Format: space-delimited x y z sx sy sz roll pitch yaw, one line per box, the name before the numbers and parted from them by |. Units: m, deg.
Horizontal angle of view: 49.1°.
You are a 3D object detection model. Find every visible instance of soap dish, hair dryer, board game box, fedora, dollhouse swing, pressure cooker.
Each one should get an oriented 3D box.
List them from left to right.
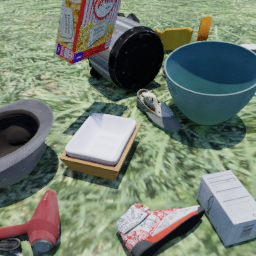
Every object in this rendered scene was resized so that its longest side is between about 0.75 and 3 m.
fedora | -2.893 0.509 6.721 2.292 1.170 2.592 28 52 35
hair dryer | -2.059 1.909 5.331 1.581 0.564 2.076 20 40 27
board game box | -0.853 -3.173 7.041 0.626 2.703 2.048 27 34 11
soap dish | -0.636 0.435 7.181 1.481 0.765 1.883 11 38 14
pressure cooker | -0.256 -2.897 10.372 2.350 2.387 2.672 -23 42 -26
dollhouse swing | 2.066 -4.651 13.729 1.699 1.544 1.494 -5 57 -7

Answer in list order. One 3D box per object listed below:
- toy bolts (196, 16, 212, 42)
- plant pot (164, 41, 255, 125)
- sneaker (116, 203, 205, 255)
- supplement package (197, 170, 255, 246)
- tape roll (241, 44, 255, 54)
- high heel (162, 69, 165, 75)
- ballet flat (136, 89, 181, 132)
toy bolts | 3.196 -2.331 9.936 1.823 2.511 2.628 13 55 7
plant pot | 2.419 -1.131 8.307 2.640 1.778 2.640 -4 46 4
sneaker | 0.622 1.754 5.515 1.740 0.581 0.932 -23 44 -25
supplement package | 2.022 1.567 5.657 0.718 0.716 1.225 -9 37 -12
tape roll | 5.652 -2.944 12.071 2.663 0.487 2.663 1 36 0
high heel | 1.590 -1.987 10.819 0.540 0.379 1.123 -13 40 -35
ballet flat | 0.891 -0.616 8.726 0.689 0.651 2.044 -21 41 -24
